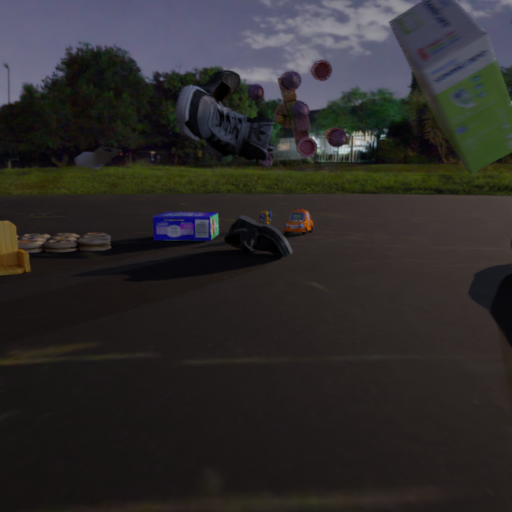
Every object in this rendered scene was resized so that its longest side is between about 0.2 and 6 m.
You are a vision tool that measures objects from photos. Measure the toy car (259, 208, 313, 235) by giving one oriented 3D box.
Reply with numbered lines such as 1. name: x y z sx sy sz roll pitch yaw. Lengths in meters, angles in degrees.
1. toy car: 0.672 -1.055 16.201 2.229 0.742 1.094 8 11 39

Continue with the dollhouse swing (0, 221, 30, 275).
1. dollhouse swing: -4.416 -0.140 9.467 0.961 0.845 0.874 -4 9 -33

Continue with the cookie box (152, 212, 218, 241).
1. cookie box: -1.781 -0.781 14.563 1.473 0.647 1.722 0 8 3

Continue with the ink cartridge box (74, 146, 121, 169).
1. ink cartridge box: -3.123 -1.986 11.029 0.721 0.181 0.584 -33 -14 24

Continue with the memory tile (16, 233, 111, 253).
1. memory tile: -4.777 -0.316 12.807 2.835 0.238 2.173 -2 9 -13

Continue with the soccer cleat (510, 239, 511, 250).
1. soccer cleat: 5.456 -0.148 9.834 0.980 0.875 2.526 -5 1 -3

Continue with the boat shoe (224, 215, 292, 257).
1. boat shoe: 0.033 -0.284 11.733 0.695 0.738 2.055 -41 32 -17

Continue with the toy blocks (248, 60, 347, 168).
1. toy blocks: 0.749 -2.776 11.162 1.930 1.804 1.625 -16 18 2

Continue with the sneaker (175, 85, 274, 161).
1. sneaker: -0.399 -2.120 9.100 1.237 0.820 2.173 12 -3 18

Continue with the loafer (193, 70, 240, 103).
1. loafer: -0.851 -3.890 13.258 0.697 0.702 1.927 14 41 28

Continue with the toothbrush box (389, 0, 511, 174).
1. toothbrush box: 3.559 -3.041 9.898 1.108 2.573 1.874 -28 44 18
